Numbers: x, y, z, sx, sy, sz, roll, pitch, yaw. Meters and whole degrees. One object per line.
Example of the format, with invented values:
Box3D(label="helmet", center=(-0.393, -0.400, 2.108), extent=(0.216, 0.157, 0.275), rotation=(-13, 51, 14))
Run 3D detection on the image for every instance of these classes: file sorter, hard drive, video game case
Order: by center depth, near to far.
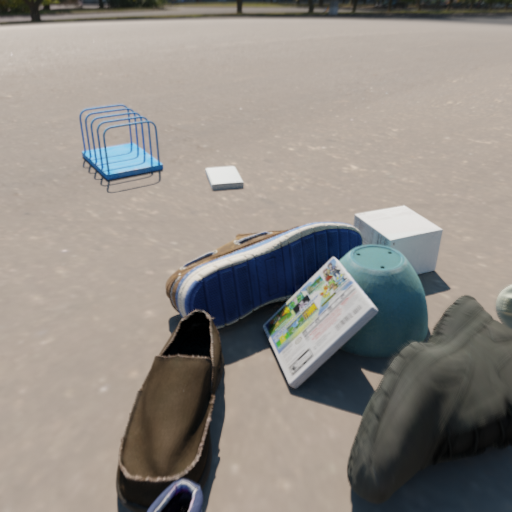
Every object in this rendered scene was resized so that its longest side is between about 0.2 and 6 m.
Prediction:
Box3D(label="video game case", center=(0.803, 0.861, 7.560), extent=(1.477, 0.162, 1.346), rotation=(-46, 30, 11))
Box3D(label="hard drive", center=(-0.783, -1.901, 13.615), extent=(0.761, 0.152, 1.153), rotation=(-6, 29, -11))
Box3D(label="file sorter", center=(-3.535, -3.004, 14.434), extent=(1.475, 1.304, 2.126), rotation=(-16, 32, -28))

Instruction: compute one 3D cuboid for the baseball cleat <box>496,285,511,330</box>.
Box3D(label="baseball cleat", center=(4.963, 1.029, 7.603), extent=(3.103, 1.082, 1.651), rotation=(17, 11, 31))

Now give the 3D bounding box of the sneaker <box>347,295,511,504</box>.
Box3D(label="sneaker", center=(2.251, 1.596, 6.156), extent=(1.517, 1.269, 3.342), rotation=(33, 44, 28))

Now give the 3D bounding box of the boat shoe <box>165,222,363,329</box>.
Box3D(label="boat shoe", center=(0.161, 0.073, 8.906), extent=(3.431, 1.239, 1.242), rotation=(-14, 23, -30))

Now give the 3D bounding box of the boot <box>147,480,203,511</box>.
Box3D(label="boot", center=(-0.971, 2.711, 4.499), extent=(0.661, 0.820, 1.816), rotation=(10, 30, 18))

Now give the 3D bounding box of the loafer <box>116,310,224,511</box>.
Box3D(label="loafer", center=(-0.965, 1.582, 6.377), extent=(1.013, 0.991, 2.777), rotation=(1, 29, 2))

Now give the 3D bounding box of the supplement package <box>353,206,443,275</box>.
Box3D(label="supplement package", center=(2.444, -0.242, 9.869), extent=(1.081, 0.832, 1.131), rotation=(-11, 31, -19))

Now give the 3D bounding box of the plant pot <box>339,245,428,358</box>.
Box3D(label="plant pot", center=(1.713, 0.508, 8.202), extent=(1.691, 1.139, 1.691), rotation=(0, 28, 0))
